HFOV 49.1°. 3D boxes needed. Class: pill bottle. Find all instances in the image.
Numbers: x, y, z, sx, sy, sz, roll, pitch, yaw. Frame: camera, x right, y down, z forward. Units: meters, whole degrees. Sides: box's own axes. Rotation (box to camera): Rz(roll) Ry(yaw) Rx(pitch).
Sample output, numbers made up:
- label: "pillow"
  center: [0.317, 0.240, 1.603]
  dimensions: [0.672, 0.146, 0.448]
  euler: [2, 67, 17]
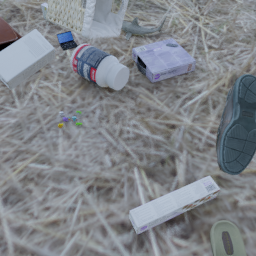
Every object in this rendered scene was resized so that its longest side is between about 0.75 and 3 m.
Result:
- label: "pill bottle"
  center: [-1.083, -2.362, 11.045]
  dimensions: [2.159, 1.291, 1.291]
  euler: [30, 55, 25]

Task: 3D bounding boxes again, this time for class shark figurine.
- label: "shark figurine"
  center: [0.669, -4.989, 13.652]
  dimensions: [2.302, 0.961, 1.376]
  euler: [5, 50, 6]

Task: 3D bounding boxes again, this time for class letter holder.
- label: "letter holder"
  center: [-5.084, -3.774, 11.951]
  dimensions: [1.779, 1.259, 2.503]
  euler: [-27, 53, -24]

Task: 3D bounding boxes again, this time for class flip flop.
- label: "flip flop"
  center: [2.543, 3.285, 6.417]
  dimensions: [1.023, 0.726, 2.522]
  euler: [-1, 48, -1]

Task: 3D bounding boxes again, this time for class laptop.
- label: "laptop"
  center: [-2.859, -4.124, 13.197]
  dimensions: [0.732, 0.427, 0.826]
  euler: [-22, 52, -18]

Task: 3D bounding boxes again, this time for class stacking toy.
- label: "stacking toy"
  center: [-2.060, -0.308, 9.988]
  dimensions: [0.840, 0.197, 0.633]
  euler: [-4, 50, -6]

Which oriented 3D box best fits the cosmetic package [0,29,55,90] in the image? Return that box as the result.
- label: "cosmetic package"
  center: [-2.223, -1.459, 5.950]
  dimensions: [1.254, 0.464, 0.638]
  euler: [-42, 87, -19]

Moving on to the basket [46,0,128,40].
- label: "basket"
  center: [-1.248, -4.275, 9.147]
  dimensions: [1.823, 2.246, 2.266]
  euler: [23, 27, 16]

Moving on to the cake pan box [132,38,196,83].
- label: "cake pan box"
  center: [1.475, -2.956, 12.077]
  dimensions: [2.193, 0.573, 2.019]
  euler: [-20, 49, -17]

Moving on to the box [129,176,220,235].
- label: "box"
  center: [1.289, 2.066, 7.651]
  dimensions: [2.574, 0.498, 0.533]
  euler: [-20, 51, -17]

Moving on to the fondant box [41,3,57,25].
- label: "fondant box"
  center: [-4.018, -5.941, 14.576]
  dimensions: [1.071, 0.773, 0.312]
  euler: [33, 56, 26]

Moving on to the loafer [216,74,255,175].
- label: "loafer"
  center: [2.474, -0.051, 6.375]
  dimensions: [0.830, 0.727, 2.311]
  euler: [18, 79, -6]
